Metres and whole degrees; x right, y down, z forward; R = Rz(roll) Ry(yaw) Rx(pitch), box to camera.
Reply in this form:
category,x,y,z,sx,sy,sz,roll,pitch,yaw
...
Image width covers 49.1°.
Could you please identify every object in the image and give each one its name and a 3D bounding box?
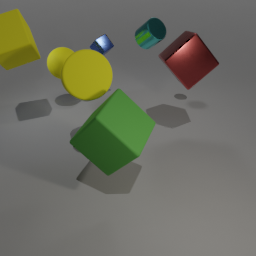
category,x,y,z,sx,sy,sz,roll,pitch,yaw
ball,-2.874,-2.869,12.453,1.400,1.400,1.400,0,31,0
cube,-4.231,-3.164,10.192,1.400,1.400,1.400,-21,-6,-6
cube,2.152,-2.489,10.183,1.400,1.400,1.400,-40,19,13
cylinder,-1.276,-1.549,8.354,1.400,1.400,1.400,-8,10,-14
cube,-1.229,-3.834,13.148,0.700,0.700,0.700,-44,12,-33
cylinder,0.673,-2.823,8.398,0.700,0.700,0.700,-23,2,-33
cube,-0.382,0.120,7.373,1.400,1.400,1.400,43,43,-11
